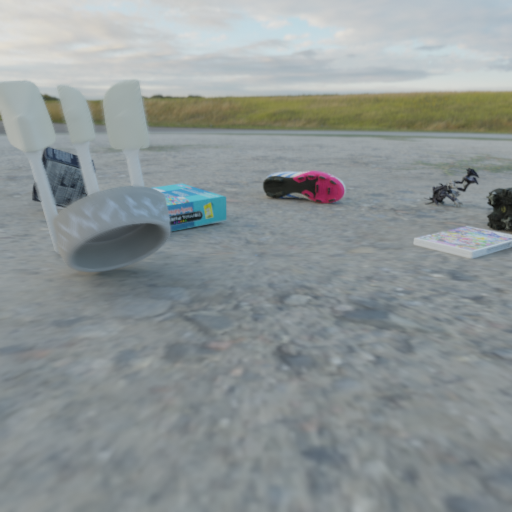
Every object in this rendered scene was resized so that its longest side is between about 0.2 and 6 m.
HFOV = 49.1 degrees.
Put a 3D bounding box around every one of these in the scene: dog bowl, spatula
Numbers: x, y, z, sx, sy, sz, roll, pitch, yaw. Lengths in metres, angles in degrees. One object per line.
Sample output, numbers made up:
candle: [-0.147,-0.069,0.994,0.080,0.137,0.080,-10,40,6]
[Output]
dog bowl: [-2.001,-0.314,7.919,1.711,0.502,1.711,-20,-18,-7]
spatula: [-2.575,-1.233,8.501,2.038,2.930,0.235,-4,39,-3]

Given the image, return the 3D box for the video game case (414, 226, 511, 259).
video game case: [3.773,-0.264,9.944,1.619,0.146,1.159,-11,19,-36]

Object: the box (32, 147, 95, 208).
box: [-4.303,-1.699,12.516,1.094,1.103,0.680,14,27,-28]

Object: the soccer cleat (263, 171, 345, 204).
soccer cleat: [1.296,-1.856,14.376,2.307,0.806,0.996,8,23,29]

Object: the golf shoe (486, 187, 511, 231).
golf shoe: [5.544,-0.804,10.156,1.338,1.101,2.831,-4,17,-15]

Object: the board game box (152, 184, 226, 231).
board game box: [-2.048,-0.957,11.478,2.315,0.543,1.747,-14,23,-35]

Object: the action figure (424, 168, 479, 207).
action figure: [4.764,-1.533,13.583,1.314,0.671,0.781,-34,26,36]
